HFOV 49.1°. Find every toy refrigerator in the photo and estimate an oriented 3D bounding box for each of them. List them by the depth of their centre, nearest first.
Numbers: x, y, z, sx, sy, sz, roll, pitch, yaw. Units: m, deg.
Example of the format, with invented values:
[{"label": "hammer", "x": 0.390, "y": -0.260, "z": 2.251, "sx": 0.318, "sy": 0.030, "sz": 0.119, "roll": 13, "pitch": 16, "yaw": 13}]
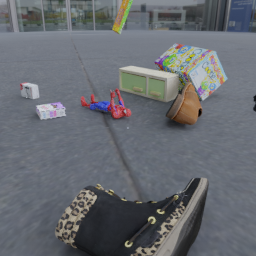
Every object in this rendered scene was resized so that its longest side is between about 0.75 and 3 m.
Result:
[{"label": "toy refrigerator", "x": 0.806, "y": -1.938, "z": 12.033, "sx": 2.670, "sy": 1.013, "sz": 0.934, "roll": 21, "pitch": 31, "yaw": 38}]

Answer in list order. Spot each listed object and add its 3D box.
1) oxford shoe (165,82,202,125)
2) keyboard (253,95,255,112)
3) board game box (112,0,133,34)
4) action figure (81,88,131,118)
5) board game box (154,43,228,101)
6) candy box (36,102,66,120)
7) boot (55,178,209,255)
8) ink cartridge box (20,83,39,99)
[{"label": "oxford shoe", "x": 2.095, "y": -0.796, "z": 9.803, "sx": 1.055, "sy": 1.055, "sz": 2.959, "roll": 30, "pitch": 30, "yaw": 3}, {"label": "keyboard", "x": 2.365, "y": -0.492, "z": 4.818, "sx": 0.406, "sy": 0.781, "sz": 0.155, "roll": 20, "pitch": 55, "yaw": 15}, {"label": "board game box", "x": -0.045, "y": -4.297, "z": 9.721, "sx": 0.299, "sy": 1.997, "sz": 0.954, "roll": 24, "pitch": 14, "yaw": -2}, {"label": "action figure", "x": -0.748, "y": -1.036, "z": 9.922, "sx": 2.301, "sy": 1.139, "sz": 0.751, "roll": 24, "pitch": 33, "yaw": 38}, {"label": "board game box", "x": 2.627, "y": -2.514, "z": 12.180, "sx": 1.436, "sy": 1.462, "sz": 2.788, "roll": -41, "pitch": 33, "yaw": -5}, {"label": "candy box", "x": -2.709, "y": -0.603, "z": 9.830, "sx": 0.876, "sy": 0.313, "sz": 0.735, "roll": -12, "pitch": 26, "yaw": -25}, {"label": "boot", "x": 0.206, "y": 1.385, "z": 4.618, "sx": 1.831, "sy": 0.890, "sz": 2.432, "roll": 14, "pitch": 33, "yaw": 27}, {"label": "ink cartridge box", "x": -4.120, "y": -1.556, "z": 11.724, "sx": 0.763, "sy": 0.550, "sz": 0.319, "roll": 14, "pitch": 27, "yaw": 29}]
